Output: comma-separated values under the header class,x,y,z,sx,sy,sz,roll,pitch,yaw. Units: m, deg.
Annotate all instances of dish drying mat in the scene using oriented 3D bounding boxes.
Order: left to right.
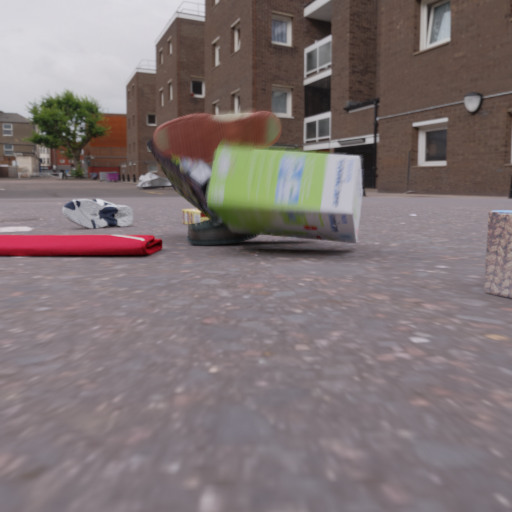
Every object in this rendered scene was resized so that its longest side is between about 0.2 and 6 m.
class,x,y,z,sx,sy,sz,roll,pitch,yaw
dish drying mat,-3.430,-0.197,9.816,3.355,0.305,1.288,1,8,4

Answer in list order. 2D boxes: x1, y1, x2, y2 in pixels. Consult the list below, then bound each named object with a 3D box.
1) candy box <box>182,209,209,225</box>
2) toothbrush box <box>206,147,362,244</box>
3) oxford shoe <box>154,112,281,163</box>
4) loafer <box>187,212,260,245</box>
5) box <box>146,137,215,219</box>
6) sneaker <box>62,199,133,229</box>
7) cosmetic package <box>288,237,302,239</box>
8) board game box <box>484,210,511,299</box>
class,x,y,z,sx,sy,sz,roll,pitch,yaw
candy box,-1.461,-1.133,16.368,0.965,0.462,1.672,-5,9,-25
toothbrush box,0.570,-1.017,9.727,2.406,1.036,1.752,5,-13,13
oxford shoe,-0.761,-2.164,10.169,2.365,0.837,0.873,-9,16,-25
loafer,-0.097,-0.828,11.308,2.696,0.848,0.969,-9,20,-12
box,-1.341,-1.584,12.042,0.457,1.652,2.062,-43,54,-11
sneaker,-4.577,-1.181,15.556,1.984,0.792,1.291,-7,9,-42
cosmetic package,1.397,-0.678,12.784,1.403,0.500,0.712,-3,8,-19
board game box,3.709,-0.007,5.921,1.915,0.927,1.526,-4,8,-26
